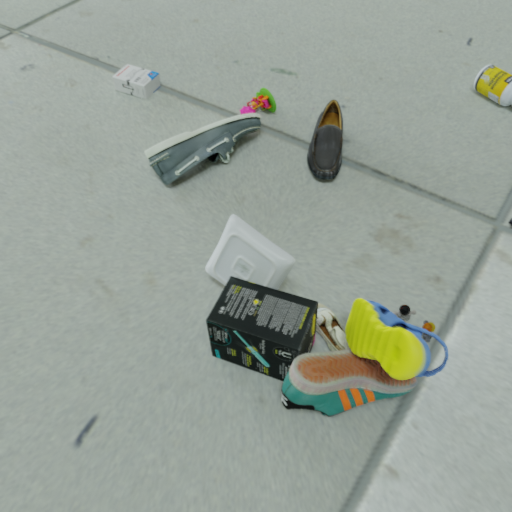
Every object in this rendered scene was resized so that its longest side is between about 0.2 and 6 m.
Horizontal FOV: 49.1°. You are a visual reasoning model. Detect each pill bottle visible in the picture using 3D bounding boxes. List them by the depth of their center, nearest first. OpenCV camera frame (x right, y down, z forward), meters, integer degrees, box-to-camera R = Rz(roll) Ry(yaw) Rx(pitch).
[{"bbox_3d":[6.512,-4.431,14.784,0.757,0.757,1.351,-29,55,-23],"label":"pill bottle"}]

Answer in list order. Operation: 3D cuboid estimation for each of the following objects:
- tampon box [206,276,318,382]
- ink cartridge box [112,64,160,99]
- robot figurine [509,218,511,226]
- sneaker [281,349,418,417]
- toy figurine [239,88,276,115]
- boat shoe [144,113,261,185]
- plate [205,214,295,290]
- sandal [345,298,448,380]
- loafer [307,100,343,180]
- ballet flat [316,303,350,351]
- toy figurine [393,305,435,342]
[{"bbox_3d":[0.131,1.268,9.545,1.619,1.213,1.022,16,52,15],"label":"tampon box"},{"bbox_3d":[-3.259,-4.756,15.272,1.041,0.439,0.760,20,52,17],"label":"ink cartridge box"},{"bbox_3d":[5.610,-0.742,11.916,0.349,0.290,0.465,34,57,18],"label":"robot figurine"},{"bbox_3d":[1.483,2.095,9.177,2.382,0.952,0.850,6,42,-23],"label":"sneaker"},{"bbox_3d":[-0.075,-3.848,14.467,0.852,0.695,0.926,-34,35,-15],"label":"toy figurine"},{"bbox_3d":[-1.094,-2.560,13.261,3.127,1.138,0.966,-27,98,-29],"label":"boat shoe"},{"bbox_3d":[-0.184,0.199,10.047,1.424,1.427,0.231,36,35,11],"label":"plate"},{"bbox_3d":[2.124,1.301,8.632,0.968,0.884,2.224,10,14,-20],"label":"sandal"},{"bbox_3d":[1.668,-2.767,13.288,0.848,0.842,2.329,4,50,2],"label":"loafer"},{"bbox_3d":[1.372,1.294,10.037,0.502,0.464,1.488,-21,52,-17],"label":"ballet flat"},{"bbox_3d":[2.616,1.325,9.782,0.821,0.580,0.834,-43,63,-6],"label":"toy figurine"}]
